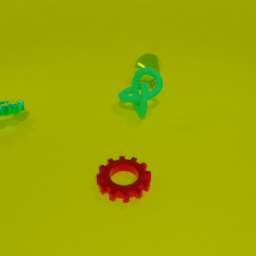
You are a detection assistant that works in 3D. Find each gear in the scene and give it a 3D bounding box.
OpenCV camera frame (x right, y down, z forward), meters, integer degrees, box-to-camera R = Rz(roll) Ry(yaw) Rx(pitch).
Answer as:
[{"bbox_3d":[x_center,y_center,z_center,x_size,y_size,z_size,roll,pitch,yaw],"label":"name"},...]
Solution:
[{"bbox_3d":[-3.694,-0.550,7.858,1.466,0.271,1.466,-4,14,1],"label":"gear"},{"bbox_3d":[-0.087,1.084,6.103,1.176,0.218,1.176,1,37,-1],"label":"gear"}]

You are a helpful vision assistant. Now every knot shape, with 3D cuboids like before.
[{"bbox_3d":[0.299,-1.063,8.295,0.658,1.423,1.332,25,-12,-41],"label":"knot shape"}]

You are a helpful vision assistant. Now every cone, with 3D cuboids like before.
[{"bbox_3d":[0.854,-1.837,9.317,1.034,1.034,1.038,-11,31,-15],"label":"cone"}]
